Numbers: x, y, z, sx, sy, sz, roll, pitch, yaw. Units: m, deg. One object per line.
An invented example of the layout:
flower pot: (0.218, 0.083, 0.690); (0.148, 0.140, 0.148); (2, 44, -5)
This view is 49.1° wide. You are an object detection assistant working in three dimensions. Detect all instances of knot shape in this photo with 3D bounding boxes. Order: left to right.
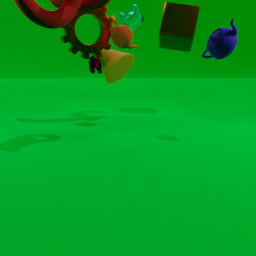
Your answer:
knot shape: (-1.205, -2.654, 5.076); (1.873, 2.002, 0.925); (-40, 70, -17)

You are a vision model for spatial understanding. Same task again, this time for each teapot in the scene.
teapot: (-0.119, -2.564, 7.856); (0.514, 1.049, 0.652); (-46, 10, -28)
teapot: (2.017, -1.890, 6.084); (0.538, 0.684, 1.100); (20, -37, -19)

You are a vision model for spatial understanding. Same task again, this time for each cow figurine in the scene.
cow figurine: (-1.061, -2.551, 10.119); (0.629, 1.127, 1.146); (-12, 5, 28)
cow figurine: (0.118, -3.751, 10.440); (1.285, 1.264, 0.705); (-28, 25, 9)

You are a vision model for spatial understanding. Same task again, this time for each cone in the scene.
cone: (-0.674, -2.410, 9.607); (1.251, 1.247, 1.247); (47, 29, 16)

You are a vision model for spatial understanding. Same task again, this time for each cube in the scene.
cube: (1.961, -3.890, 10.909); (1.291, 1.291, 1.291); (11, -7, 8)

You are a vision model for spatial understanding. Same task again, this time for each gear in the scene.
gear: (-1.206, -2.961, 8.442); (1.684, 1.684, 0.311); (-5, 20, -25)
